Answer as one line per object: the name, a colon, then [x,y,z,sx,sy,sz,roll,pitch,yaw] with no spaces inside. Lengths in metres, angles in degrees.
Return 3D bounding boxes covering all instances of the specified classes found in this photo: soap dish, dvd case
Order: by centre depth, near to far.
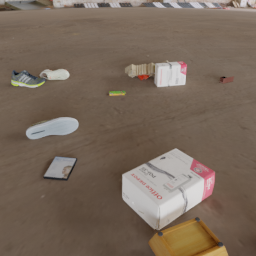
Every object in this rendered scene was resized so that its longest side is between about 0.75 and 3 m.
soap dish: [1.380,2.728,6.417,1.470,0.597,1.156,-12,32,-21]
dvd case: [-2.224,1.329,9.336,0.796,0.098,1.116,4,30,7]

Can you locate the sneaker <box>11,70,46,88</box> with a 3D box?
sneaker: [-5.617,-2.784,15.683,2.088,0.845,0.772,3,30,5]

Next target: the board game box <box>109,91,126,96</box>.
board game box: [-0.553,-1.837,14.772,0.858,0.129,0.410,-5,27,-3]

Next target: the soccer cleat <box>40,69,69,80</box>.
soccer cleat: [-4.327,-3.106,16.524,1.912,0.662,0.741,8,35,26]

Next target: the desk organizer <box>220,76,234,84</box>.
desk organizer: [5.749,-2.834,16.298,0.830,0.320,0.298,-15,33,-23]

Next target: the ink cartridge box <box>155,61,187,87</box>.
ink cartridge box: [2.367,-3.026,15.744,1.652,1.196,0.696,-6,31,-10]

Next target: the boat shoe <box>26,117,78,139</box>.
boat shoe: [-3.026,-0.093,11.188,2.040,0.735,0.633,-10,30,-12]

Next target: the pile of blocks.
pile of blocks: [1.262,-3.234,16.695,2.888,1.185,0.897,-3,72,13]

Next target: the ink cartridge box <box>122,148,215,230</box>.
ink cartridge box: [1.132,1.634,7.990,2.182,0.903,1.598,-21,36,-32]
